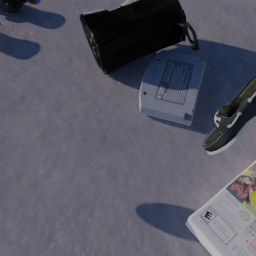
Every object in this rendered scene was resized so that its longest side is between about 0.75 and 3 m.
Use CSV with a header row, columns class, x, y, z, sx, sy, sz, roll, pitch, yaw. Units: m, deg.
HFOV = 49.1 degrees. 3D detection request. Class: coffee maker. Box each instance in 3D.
class,x,y,z,sx,sy,sz,roll,pitch,yaw
coffee maker,0.178,-2.905,8.398,2.769,1.865,2.659,-26,37,-4

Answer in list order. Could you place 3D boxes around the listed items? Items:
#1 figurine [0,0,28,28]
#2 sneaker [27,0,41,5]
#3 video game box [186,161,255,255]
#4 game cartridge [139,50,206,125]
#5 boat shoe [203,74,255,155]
class,x,y,z,sx,sy,sz,roll,pitch,yaw
figurine,-5.446,-4.308,10.068,2.848,1.257,2.919,19,59,8
sneaker,-3.024,-4.128,7.381,0.838,2.224,0.872,7,68,18
video game box,3.090,2.265,5.843,2.551,0.655,2.800,-33,62,-18
game cartridge,1.286,-1.298,8.370,1.700,0.516,2.550,17,56,7
boat shoe,1.591,-0.203,4.192,0.475,1.576,0.596,31,34,-9
